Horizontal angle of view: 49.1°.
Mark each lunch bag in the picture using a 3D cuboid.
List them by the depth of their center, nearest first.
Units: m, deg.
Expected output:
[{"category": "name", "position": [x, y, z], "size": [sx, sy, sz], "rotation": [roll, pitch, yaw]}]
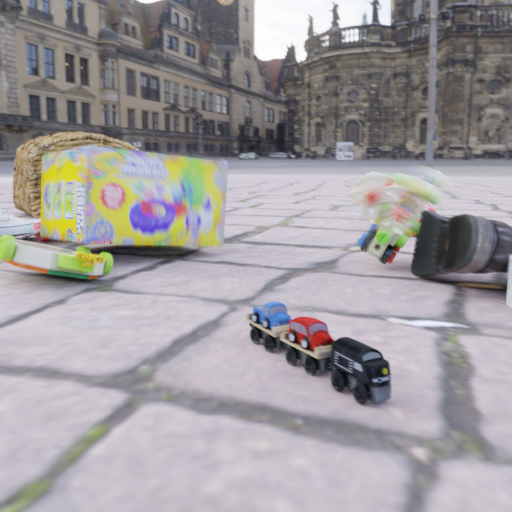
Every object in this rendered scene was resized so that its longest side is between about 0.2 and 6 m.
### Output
[{"category": "lunch bag", "position": [3.617, -1.302, 13.617], "size": [1.557, 0.724, 1.767], "rotation": [46, 22, 3]}]

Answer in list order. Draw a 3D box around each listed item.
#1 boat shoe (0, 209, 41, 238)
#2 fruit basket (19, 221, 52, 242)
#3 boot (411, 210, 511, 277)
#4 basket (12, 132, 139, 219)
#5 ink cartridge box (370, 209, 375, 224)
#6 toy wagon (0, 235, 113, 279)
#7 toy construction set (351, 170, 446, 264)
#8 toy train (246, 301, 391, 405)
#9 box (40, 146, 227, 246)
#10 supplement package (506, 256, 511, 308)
[{"category": "boat shoe", "position": [-5.679, -0.741, 12.430], "size": [1.989, 0.664, 0.732], "rotation": [-10, 2, -36]}, {"category": "fruit basket", "position": [-4.442, -0.695, 12.359], "size": [1.539, 0.721, 1.426], "rotation": [-16, 5, -25]}, {"category": "boot", "position": [3.908, 0.036, 8.356], "size": [2.649, 1.054, 3.043], "rotation": [9, 4, -3]}, {"category": "basket", "position": [-5.701, -2.610, 17.764], "size": [3.609, 2.576, 2.689], "rotation": [-6, 13, -32]}, {"category": "ink cartridge box", "position": [3.776, -1.161, 15.697], "size": [0.820, 0.478, 1.133], "rotation": [6, 12, 31]}, {"category": "toy wagon", "position": [-3.051, 0.025, 8.455], "size": [1.708, 0.436, 2.202], "rotation": [12, 0, -45]}, {"category": "toy construction set", "position": [2.385, -0.759, 9.536], "size": [1.080, 1.537, 2.344], "rotation": [40, 27, 25]}, {"category": "toy train", "position": [0.473, 0.790, 5.126], "size": [0.348, 0.467, 2.039], "rotation": [-6, 12, -30]}, {"category": "box", "position": [-2.404, -1.087, 10.792], "size": [2.716, 1.657, 2.616], "rotation": [1, 4, -36]}, {"category": "supplement package", "position": [3.662, 0.419, 6.582], "size": [0.938, 0.668, 1.205], "rotation": [0, 10, 1]}]
